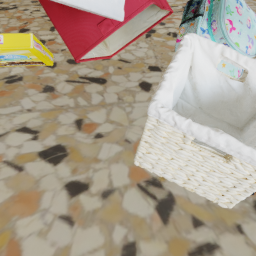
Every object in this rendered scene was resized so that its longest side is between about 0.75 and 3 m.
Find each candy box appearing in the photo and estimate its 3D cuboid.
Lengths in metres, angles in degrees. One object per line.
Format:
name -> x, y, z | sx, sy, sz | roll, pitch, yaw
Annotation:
candy box -> -2.635, -1.344, 4.996 | 2.301, 0.304, 1.176 | -1, -3, 1

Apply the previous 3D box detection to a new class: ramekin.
ramekin -> -0.957, -2.658, 4.831 | 2.098, 1.023, 2.098 | 15, 18, -5

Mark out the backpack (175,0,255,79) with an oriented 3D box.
backpack -> 1.681, -1.647, 5.305 | 1.236, 1.457, 1.642 | -4, 61, 57

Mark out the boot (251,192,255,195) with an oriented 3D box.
boot -> 2.168, 0.441, 3.887 | 1.204, 0.547, 1.433 | -10, 16, 23

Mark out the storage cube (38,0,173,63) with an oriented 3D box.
storage cube -> -0.649, -3.484, 7.420 | 2.757, 2.478, 2.357 | -28, 5, 26

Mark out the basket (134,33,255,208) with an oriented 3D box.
basket -> 0.783, -0.073, 2.646 | 1.144, 0.929, 1.155 | 25, 54, 5
